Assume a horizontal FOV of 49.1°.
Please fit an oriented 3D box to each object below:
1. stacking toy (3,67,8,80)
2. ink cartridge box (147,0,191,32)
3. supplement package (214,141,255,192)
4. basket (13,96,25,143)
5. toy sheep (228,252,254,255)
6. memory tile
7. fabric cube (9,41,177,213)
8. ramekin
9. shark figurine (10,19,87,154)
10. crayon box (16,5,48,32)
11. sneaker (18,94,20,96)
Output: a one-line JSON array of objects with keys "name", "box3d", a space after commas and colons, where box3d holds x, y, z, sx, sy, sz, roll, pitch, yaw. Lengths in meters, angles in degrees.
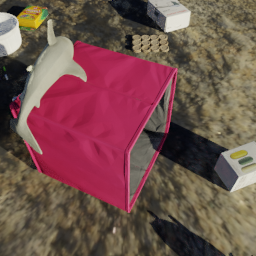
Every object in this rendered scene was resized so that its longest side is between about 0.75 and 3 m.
[{"name": "stacking toy", "box3d": [-5.016, -2.071, 10.810, 0.611, 0.191, 0.811, -18, 52, -14]}, {"name": "ink cartridge box", "box3d": [1.893, -5.406, 13.184, 1.308, 0.767, 1.786, -20, 52, -16]}, {"name": "supplement package", "box3d": [3.181, 1.072, 7.794, 1.117, 0.841, 0.847, -17, 53, -14]}, {"name": "basket", "box3d": [-2.876, -0.325, 8.610, 1.019, 0.927, 1.503, -13, 36, -23]}, {"name": "toy sheep", "box3d": [2.604, 3.218, 6.108, 0.766, 0.766, 1.111, -16, 44, -13]}, {"name": "memory tile", "box3d": [0.962, -3.669, 12.162, 1.567, 0.132, 1.201, 0, 51, -1]}, {"name": "fabric cube", "box3d": [-0.661, -0.085, 7.463, 2.914, 2.868, 2.924, 20, 53, 17]}, {"name": "ramekin", "box3d": [-5.533, -3.889, 11.779, 2.041, 0.995, 2.041, 0, 51, 0]}, {"name": "shark figurine", "box3d": [-1.556, -0.990, 5.990, 1.190, 1.704, 2.852, 23, 68, -8]}, {"name": "crayon box", "box3d": [-4.578, -5.201, 13.248, 1.006, 0.402, 1.585, 11, 52, 9]}, {"name": "sneaker", "box3d": [-3.462, -0.929, 9.775, 0.551, 0.350, 0.966, -18, 53, -18]}]
